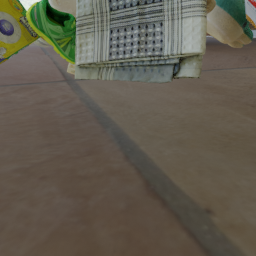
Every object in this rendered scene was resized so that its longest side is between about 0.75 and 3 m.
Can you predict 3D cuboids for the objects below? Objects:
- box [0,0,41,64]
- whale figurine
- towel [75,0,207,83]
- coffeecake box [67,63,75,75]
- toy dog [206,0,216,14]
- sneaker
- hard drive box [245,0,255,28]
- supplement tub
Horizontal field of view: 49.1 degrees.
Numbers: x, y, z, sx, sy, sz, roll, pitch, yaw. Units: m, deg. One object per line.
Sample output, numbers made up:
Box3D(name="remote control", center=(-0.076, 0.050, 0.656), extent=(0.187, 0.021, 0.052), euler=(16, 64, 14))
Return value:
Box3D(name="box", center=(-3.002, -2.405, 6.828), extent=(0.498, 1.207, 2.058), euler=(-14, 30, 40))
Box3D(name="whale figurine", center=(3.157, -3.484, 8.799), extent=(2.212, 1.442, 2.780), euler=(47, 20, 29))
Box3D(name="towel", center=(0.110, -2.299, 5.365), extent=(2.770, 2.877, 0.497), euler=(3, 7, 21))
Box3D(name="coffeecake box", center=(-1.272, -2.532, 8.305), extent=(0.586, 1.603, 1.231), euler=(17, 46, -10))
Box3D(name="toy dog", center=(1.327, -2.698, 6.887), extent=(1.844, 1.216, 0.888), euler=(-46, 26, -19))
Box3D(name="sneaker", center=(-1.526, -2.327, 7.034), extent=(0.864, 2.068, 0.766), euler=(-27, 41, 35))
Box3D(name="hard drive box", center=(2.684, -2.239, 5.388), extent=(0.851, 0.419, 1.092), euler=(59, 17, 21))
Box3D(name="supplement tub", center=(-2.459, -3.560, 9.191), extent=(1.771, 1.281, 1.281), euler=(-23, 4, 39))
